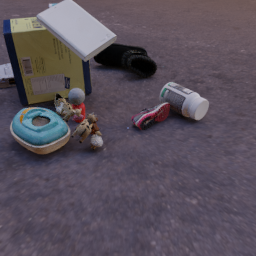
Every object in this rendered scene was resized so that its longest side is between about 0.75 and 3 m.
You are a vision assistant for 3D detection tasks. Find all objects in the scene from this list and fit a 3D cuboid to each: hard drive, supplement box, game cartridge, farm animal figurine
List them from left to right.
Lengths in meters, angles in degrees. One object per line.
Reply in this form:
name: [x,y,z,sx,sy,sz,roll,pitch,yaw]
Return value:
game cartridge: [-4.962,-2.750,13.653,2.827,0.572,1.885,-14,41,-19]
supplement box: [-3.266,-2.908,11.676,2.988,2.991,2.008,-12,37,-16]
hard drive: [-1.758,-3.427,9.637,2.326,0.306,1.534,41,62,11]
farm animal figurine: [-1.448,-0.196,9.132,1.522,0.794,1.505,28,29,-28]

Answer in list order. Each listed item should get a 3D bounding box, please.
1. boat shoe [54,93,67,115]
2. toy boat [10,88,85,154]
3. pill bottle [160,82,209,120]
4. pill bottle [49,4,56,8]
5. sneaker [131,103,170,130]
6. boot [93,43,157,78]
boat shoe: [-2.687,-0.945,11.112,0.484,0.443,1.295,-18,39,-24]
toy boat: [-2.586,-0.373,9.557,2.334,1.290,2.776,27,44,34]
pill bottle: [2.135,-1.027,10.757,0.981,0.981,1.736,-25,43,-32]
pill bottle: [-5.423,-9.617,22.931,1.963,1.088,1.088,-9,36,-13]
sneaker: [0.894,-0.552,10.356,1.693,0.683,0.632,-26,40,-31]
boot: [-0.192,-3.371,13.961,3.018,1.136,2.256,-4,35,-7]
